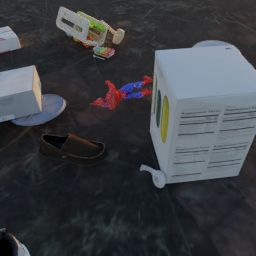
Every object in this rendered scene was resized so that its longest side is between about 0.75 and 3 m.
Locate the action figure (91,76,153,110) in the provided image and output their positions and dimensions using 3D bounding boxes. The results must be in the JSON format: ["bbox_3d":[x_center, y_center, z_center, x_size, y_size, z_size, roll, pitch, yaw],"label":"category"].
[{"bbox_3d":[-0.304,-1.091,8.367,1.047,0.690,2.114,20,32,35],"label":"action figure"}]

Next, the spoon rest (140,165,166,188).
[{"bbox_3d":[0.691,1.241,7.385,0.263,0.431,0.868,2,23,-41],"label":"spoon rest"}]

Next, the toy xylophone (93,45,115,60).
[{"bbox_3d":[-1.103,-3.334,12.393,0.998,0.251,0.731,16,45,17],"label":"toy xylophone"}]

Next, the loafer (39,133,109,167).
[{"bbox_3d":[-1.557,0.560,7.822,2.036,0.726,0.743,3,43,3],"label":"loafer"}]

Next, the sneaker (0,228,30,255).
[{"bbox_3d":[-2.162,2.819,4.775,0.857,1.542,2.205,-13,44,-14],"label":"sneaker"}]

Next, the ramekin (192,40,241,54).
[{"bbox_3d":[3.349,-2.573,10.977,2.243,1.045,2.243,-1,42,1],"label":"ramekin"}]

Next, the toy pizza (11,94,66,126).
[{"bbox_3d":[-2.949,-0.561,9.258,1.835,0.291,1.835,-5,36,4],"label":"toy pizza"}]

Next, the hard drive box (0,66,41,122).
[{"bbox_3d":[-3.827,-1.184,9.328,1.666,0.821,2.138,-14,35,-7],"label":"hard drive box"}]

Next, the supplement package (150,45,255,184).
[{"bbox_3d":[1.827,-0.332,7.256,2.103,2.791,2.118,-5,43,-6],"label":"supplement package"}]

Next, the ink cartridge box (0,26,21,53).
[{"bbox_3d":[-5.755,-4.100,12.967,1.037,0.604,1.423,-25,47,-25],"label":"ink cartridge box"}]

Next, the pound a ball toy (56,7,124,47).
[{"bbox_3d":[-1.843,-4.593,13.298,1.899,1.237,2.913,-7,36,-46],"label":"pound a ball toy"}]
